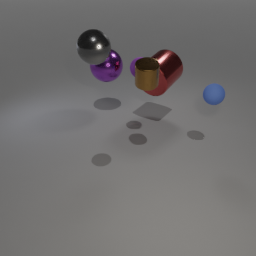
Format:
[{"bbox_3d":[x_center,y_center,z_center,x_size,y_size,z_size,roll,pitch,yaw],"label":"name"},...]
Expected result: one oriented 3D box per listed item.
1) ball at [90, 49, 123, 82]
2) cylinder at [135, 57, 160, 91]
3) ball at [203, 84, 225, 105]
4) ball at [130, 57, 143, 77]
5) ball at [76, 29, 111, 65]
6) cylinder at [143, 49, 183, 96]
[{"bbox_3d":[-0.913,-2.645,11.828,1.400,1.400,1.400,0,29,0],"label":"ball"},{"bbox_3d":[0.543,-1.550,8.036,0.700,0.700,0.700,-1,47,1],"label":"cylinder"},{"bbox_3d":[2.806,-1.100,9.150,0.700,0.700,0.700,0,29,0],"label":"ball"},{"bbox_3d":[0.409,-1.983,9.246,0.700,0.700,0.700,0,29,0],"label":"ball"},{"bbox_3d":[-0.697,-1.649,5.718,0.700,0.700,0.700,0,29,0],"label":"ball"},{"bbox_3d":[1.263,-2.199,11.136,1.400,1.400,1.400,19,46,31],"label":"cylinder"}]
